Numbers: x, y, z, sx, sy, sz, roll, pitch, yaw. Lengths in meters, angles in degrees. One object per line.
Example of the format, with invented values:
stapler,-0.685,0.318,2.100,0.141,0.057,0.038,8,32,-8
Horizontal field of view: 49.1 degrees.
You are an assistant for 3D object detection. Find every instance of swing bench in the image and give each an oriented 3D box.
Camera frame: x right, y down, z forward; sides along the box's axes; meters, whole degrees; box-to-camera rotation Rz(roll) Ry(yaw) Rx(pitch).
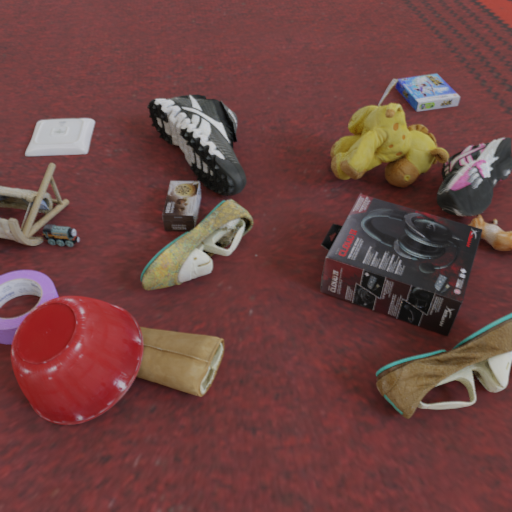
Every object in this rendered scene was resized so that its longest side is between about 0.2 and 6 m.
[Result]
swing bench,-4.928,-0.973,10.954,1.711,1.116,1.720,10,51,10

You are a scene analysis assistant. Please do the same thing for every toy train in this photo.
toy train,-3.773,-0.400,10.803,0.700,0.399,0.298,5,47,9

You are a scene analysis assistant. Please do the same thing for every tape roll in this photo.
tape roll,-4.064,0.858,9.567,1.314,0.431,1.314,0,46,0

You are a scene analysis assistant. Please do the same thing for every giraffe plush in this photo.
giraffe plush,2.942,-2.283,11.957,1.846,2.277,1.964,31,30,-16

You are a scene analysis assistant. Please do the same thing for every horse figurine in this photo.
horse figurine,4.663,-0.437,10.868,1.075,0.405,1.623,-28,47,-35

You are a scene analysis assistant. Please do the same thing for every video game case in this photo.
video game case,4.520,-4.335,14.819,1.191,0.299,1.314,-10,46,-11

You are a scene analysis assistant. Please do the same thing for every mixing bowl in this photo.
mixing bowl,-2.807,1.339,8.249,1.988,1.077,1.988,-9,55,13

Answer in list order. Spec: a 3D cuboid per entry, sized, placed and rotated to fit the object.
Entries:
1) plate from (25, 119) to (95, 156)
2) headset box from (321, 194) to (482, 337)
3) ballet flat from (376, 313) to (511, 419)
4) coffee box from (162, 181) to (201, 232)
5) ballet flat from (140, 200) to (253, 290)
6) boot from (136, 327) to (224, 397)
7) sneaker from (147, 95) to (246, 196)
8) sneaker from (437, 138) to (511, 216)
plate,-4.704,-2.913,13.454,1.447,0.234,1.451,-3,45,-2
headset box,2.457,0.047,9.978,2.560,0.989,1.905,20,49,17
ballet flat,3.138,1.726,8.470,2.701,0.916,0.977,-18,65,-16
coffee box,-1.506,-1.018,11.417,0.625,0.441,1.106,2,45,2
ballet flat,-0.963,-0.132,10.288,0.925,0.925,2.618,26,49,24
boot,-1.804,1.736,8.502,2.187,0.723,1.916,13,47,11
sneaker,-0.972,-2.718,12.555,1.671,1.227,3.693,-26,49,-20
sneaker,4.343,-1.599,11.685,1.154,1.074,2.674,3,27,45
